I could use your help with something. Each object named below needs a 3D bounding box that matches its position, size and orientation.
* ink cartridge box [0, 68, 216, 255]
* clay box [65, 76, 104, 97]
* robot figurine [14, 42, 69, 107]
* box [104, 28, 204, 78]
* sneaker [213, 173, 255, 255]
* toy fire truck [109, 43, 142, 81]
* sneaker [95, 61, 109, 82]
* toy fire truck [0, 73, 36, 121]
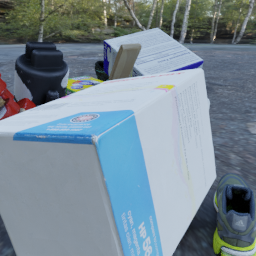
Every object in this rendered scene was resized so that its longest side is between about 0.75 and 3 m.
[{"bbox_3d":[-0.045,0.333,3.478,1.678,1.635,2.611,0,21,35],"label":"ink cartridge box"},{"bbox_3d":[-1.578,-1.327,10.103,1.572,0.651,2.736,-18,31,-38],"label":"clay box"},{"bbox_3d":[-2.384,-1.164,7.609,1.394,2.234,1.679,16,34,-4],"label":"robot figurine"},{"bbox_3d":[0.726,-1.981,9.015,2.196,1.253,2.388,-23,52,-26],"label":"box"},{"bbox_3d":[1.514,1.019,3.837,0.630,0.690,1.706,5,21,14],"label":"sneaker"},{"bbox_3d":[-0.525,-0.414,5.371,1.429,2.221,1.955,11,22,43],"label":"toy fire truck"},{"bbox_3d":[-0.002,-2.326,11.353,2.873,1.139,1.083,-5,48,13],"label":"sneaker"},{"bbox_3d":[-3.004,-0.052,5.814,1.999,1.335,2.381,-46,35,-6],"label":"toy fire truck"}]
